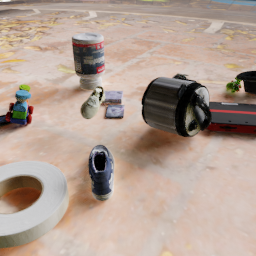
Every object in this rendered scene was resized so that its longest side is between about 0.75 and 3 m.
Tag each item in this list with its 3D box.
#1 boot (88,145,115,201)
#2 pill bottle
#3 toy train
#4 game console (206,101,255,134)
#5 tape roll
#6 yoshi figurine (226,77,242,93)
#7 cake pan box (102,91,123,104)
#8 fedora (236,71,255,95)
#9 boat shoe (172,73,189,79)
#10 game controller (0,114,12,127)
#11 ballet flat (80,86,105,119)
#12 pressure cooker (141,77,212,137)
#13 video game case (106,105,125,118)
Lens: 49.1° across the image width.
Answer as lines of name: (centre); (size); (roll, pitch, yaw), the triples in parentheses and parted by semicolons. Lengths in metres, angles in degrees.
boot: (-0.824, 1.017, 8.827); (0.898, 1.116, 2.470); (-5, 33, -8)
pill bottle: (-1.976, -3.386, 14.379); (1.575, 2.634, 1.575); (0, 32, 0)
toy train: (-4.513, -1.273, 12.041); (1.011, 1.382, 2.388); (10, 29, -19)
game console: (4.498, -0.498, 12.007); (2.642, 0.410, 2.337); (5, 29, 6)
tape roll: (-3.110, 1.991, 7.838); (2.871, 0.525, 2.871); (0, 33, 0)
yoshi figurine: (5.461, -2.287, 14.557); (0.730, 0.733, 1.304); (0, 31, 30)
cake pan box: (-0.784, -1.514, 13.651); (1.062, 0.278, 0.978); (1, 30, 1)
fedora: (6.499, -2.239, 13.996); (2.167, 0.989, 2.167); (-3, 21, 1)
boat shoe: (2.717, -2.401, 14.510); (0.909, 0.840, 2.461); (4, 32, 6)
game controller: (-5.171, -0.344, 11.799); (1.248, 0.263, 0.651); (-19, 37, -26)
ballet flat: (-1.320, -1.073, 10.831); (0.687, 0.687, 1.979); (5, 33, 8)
pressure cooker: (1.990, -0.754, 10.635); (2.427, 2.168, 2.135); (19, 22, 37)
video game case: (-0.562, -0.757, 12.609); (0.788, 0.105, 1.103); (1, 31, 2)
